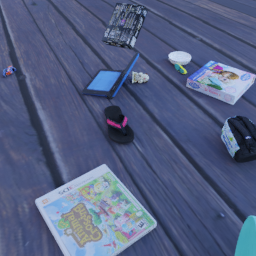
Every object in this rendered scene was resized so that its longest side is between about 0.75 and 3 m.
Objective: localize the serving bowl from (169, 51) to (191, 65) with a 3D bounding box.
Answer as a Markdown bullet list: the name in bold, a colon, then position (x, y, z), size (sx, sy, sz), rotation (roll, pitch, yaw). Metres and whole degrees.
- **serving bowl**: position (2.790, -3.712, 15.184), size (1.208, 0.397, 1.208), rotation (1, 41, 0)

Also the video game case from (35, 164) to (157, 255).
- **video game case**: position (-0.981, 2.451, 8.080), size (2.484, 0.301, 2.729), rotation (-26, 47, -26)

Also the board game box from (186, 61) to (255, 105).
- **board game box**: position (4.457, -2.261, 13.415), size (2.401, 0.495, 2.406), rotation (28, 48, 29)

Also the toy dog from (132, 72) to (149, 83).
- **toy dog**: position (0.621, -2.426, 13.669), size (0.791, 0.552, 0.767), rotation (5, 4, 8)

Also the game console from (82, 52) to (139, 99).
- **game console**: position (-0.789, -2.591, 13.163), size (1.451, 2.093, 2.452), rotation (31, 43, -6)

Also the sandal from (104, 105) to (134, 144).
- **sandal**: position (-0.439, -0.271, 11.053), size (0.926, 0.556, 2.465), rotation (-11, 42, -13)

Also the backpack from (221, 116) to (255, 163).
- **backpack**: position (4.052, 0.354, 9.939), size (1.421, 1.339, 1.742), rotation (-11, 60, -10)

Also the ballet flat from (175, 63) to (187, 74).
- **ballet flat**: position (2.755, -3.061, 14.564), size (0.295, 0.294, 0.879), rotation (1, 38, -33)

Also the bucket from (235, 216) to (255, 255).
- **bucket**: position (3.196, 3.090, 5.802), size (1.603, 2.463, 2.463), rotation (12, 42, 15)

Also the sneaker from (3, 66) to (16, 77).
- **sneaker**: position (-6.060, -2.883, 14.288), size (0.352, 0.338, 0.897), rotation (15, 45, 9)

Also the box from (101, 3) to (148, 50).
- **box**: position (-0.141, -3.960, 10.841), size (1.331, 0.362, 1.662), rotation (19, 86, 28)
